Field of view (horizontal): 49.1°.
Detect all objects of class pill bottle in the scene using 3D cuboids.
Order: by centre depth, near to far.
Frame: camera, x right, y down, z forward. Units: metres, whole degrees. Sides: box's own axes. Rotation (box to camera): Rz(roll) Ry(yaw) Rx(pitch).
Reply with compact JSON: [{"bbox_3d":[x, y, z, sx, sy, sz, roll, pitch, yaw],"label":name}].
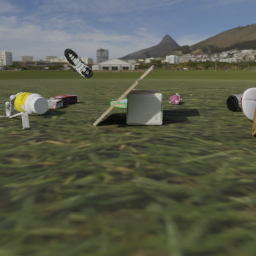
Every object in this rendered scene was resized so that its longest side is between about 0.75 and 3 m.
[{"bbox_3d":[-3.573,-0.888,10.335,1.407,0.791,0.791,11,16,41],"label":"pill bottle"}]

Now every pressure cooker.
[{"bbox_3d":[4.440,-1.005,11.208,0.765,0.673,0.683,-8,18,-20],"label":"pressure cooker"}]

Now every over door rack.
[{"bbox_3d":[-4.203,-0.472,8.274,1.929,0.870,2.611,-9,15,-32],"label":"over door rack"}]

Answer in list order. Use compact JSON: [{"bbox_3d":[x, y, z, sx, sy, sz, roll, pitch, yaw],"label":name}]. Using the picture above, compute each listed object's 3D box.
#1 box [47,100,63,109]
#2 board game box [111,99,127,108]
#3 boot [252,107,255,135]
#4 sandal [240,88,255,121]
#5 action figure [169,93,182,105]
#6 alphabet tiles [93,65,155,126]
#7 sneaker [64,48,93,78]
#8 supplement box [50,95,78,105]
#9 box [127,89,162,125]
[{"bbox_3d":[-3.754,-1.051,12.263,1.570,0.313,1.075,0,12,1],"label":"box"},{"bbox_3d":[0.154,-1.129,12.801,1.120,0.242,1.665,7,14,33],"label":"board game box"},{"bbox_3d":[4.197,-0.128,7.162,1.733,0.856,2.232,13,10,32],"label":"boot"},{"bbox_3d":[4.409,-0.735,9.410,2.738,1.049,0.785,2,7,-38],"label":"sandal"},{"bbox_3d":[2.322,-1.277,13.430,0.582,0.647,0.869,-43,24,10],"label":"action figure"},{"bbox_3d":[-0.067,-1.086,8.899,2.375,0.107,2.841,-43,6,15],"label":"alphabet tiles"},{"bbox_3d":[-1.257,-1.595,7.087,0.314,0.944,0.427,-45,3,-4],"label":"sneaker"},{"bbox_3d":[-3.092,-1.365,13.571,0.690,0.386,1.268,6,15,26],"label":"supplement box"},{"bbox_3d":[0.586,-0.767,9.448,1.120,0.917,2.358,1,12,3],"label":"box"}]
